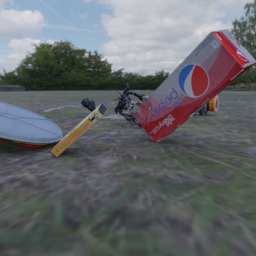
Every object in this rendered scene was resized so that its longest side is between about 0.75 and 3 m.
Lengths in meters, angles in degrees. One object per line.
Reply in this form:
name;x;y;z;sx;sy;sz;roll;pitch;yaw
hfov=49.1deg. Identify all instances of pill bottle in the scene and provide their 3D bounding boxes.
pill bottle;2.366;-0.938;10.160;1.705;0.906;0.906;6;11;29

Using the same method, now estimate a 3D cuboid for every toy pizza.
toy pizza;-2.204;-0.080;5.100;2.029;0.322;2.029;21;10;-4

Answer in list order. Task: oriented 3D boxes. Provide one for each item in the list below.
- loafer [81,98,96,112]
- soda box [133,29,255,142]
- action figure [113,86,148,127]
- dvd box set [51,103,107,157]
loafer;-1.204;-0.748;9.112;0.929;0.326;0.316;35;-10;45
soda box;1.038;-0.646;4.876;0.688;0.759;2.169;-27;-14;-47
action figure;0.170;-0.536;7.555;0.777;0.905;1.523;24;12;-36
dvd box set;-0.755;0.010;4.462;0.971;0.143;0.710;-40;10;10
